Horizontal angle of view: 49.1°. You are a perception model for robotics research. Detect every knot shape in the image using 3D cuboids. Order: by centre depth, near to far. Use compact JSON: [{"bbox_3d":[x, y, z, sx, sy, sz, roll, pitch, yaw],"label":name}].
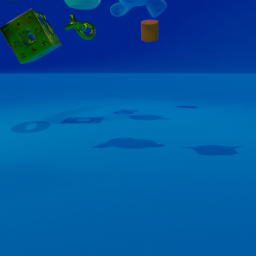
[{"bbox_3d":[-1.827,-3.698,10.186,1.186,0.548,1.110,35,24,8],"label":"knot shape"}]

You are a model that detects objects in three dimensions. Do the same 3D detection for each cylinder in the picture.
[{"bbox_3d":[0.909,-4.045,11.642,0.716,0.716,0.716,-3,34,2],"label":"cylinder"}]

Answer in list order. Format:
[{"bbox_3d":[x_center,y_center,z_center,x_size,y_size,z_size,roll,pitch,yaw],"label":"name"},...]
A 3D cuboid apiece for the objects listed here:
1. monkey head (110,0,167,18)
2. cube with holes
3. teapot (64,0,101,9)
[{"bbox_3d":[0.275,-2.436,5.075,1.295,0.932,0.781,-41,14,9],"label":"monkey head"},{"bbox_3d":[-2.940,-2.798,8.635,1.140,1.140,1.140,-27,15,8],"label":"cube with holes"},{"bbox_3d":[-1.482,-4.233,8.752,1.830,0.896,1.138,7,15,26],"label":"teapot"}]
